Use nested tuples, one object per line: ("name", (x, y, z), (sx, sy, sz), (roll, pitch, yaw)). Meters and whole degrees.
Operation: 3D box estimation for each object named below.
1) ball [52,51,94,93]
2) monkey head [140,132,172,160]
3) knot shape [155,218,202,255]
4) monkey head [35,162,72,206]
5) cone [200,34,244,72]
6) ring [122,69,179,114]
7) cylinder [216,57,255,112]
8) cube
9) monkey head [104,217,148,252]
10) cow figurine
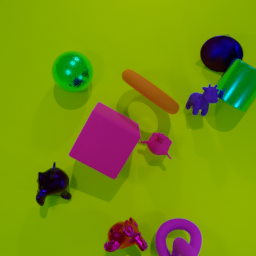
("ball", (-1.694, -1.718, 8.607), (1.260, 1.260, 1.260), (0, 78, 0))
("monkey head", (0.887, 0.464, 8.166), (1.079, 0.776, 0.650), (28, 86, 15))
("knot shape", (1.314, 3.245, 7.269), (0.911, 1.971, 1.844), (20, 47, -17))
("monkey head", (-2.121, 1.662, 7.914), (0.879, 1.459, 1.049), (-10, 35, 6))
("cone", (3.160, -2.741, 9.156), (1.312, 1.312, 1.317), (25, 53, 5))
("ring", (0.650, -1.047, 8.109), (1.961, 1.961, 0.392), (37, 98, 7))
("cylinder", (3.344, -1.284, 8.348), (1.199, 1.199, 1.199), (32, 111, 6))
("cube", (-0.600, 0.295, 7.735), (1.392, 1.392, 1.392), (29, 102, -7))
("monkey head", (-0.037, 2.968, 7.491), (0.855, 1.420, 1.021), (-43, 74, 14))
("cow figurine", (2.225, -0.893, 8.394), (0.592, 1.079, 1.062), (4, 114, -21))
